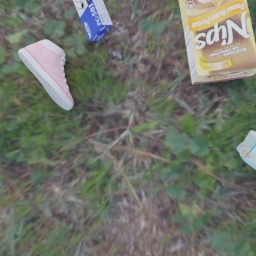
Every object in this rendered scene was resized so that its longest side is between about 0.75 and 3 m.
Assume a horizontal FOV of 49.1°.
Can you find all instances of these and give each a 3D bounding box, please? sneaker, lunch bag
[{"bbox_3d":[-1.860,-1.476,7.392,1.017,0.732,1.945,-41,97,-24],"label":"sneaker"},{"bbox_3d":[3.412,0.727,6.733,1.315,1.120,0.802,35,106,9],"label":"lunch bag"}]

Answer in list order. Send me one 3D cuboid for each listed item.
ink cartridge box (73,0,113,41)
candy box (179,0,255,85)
[{"bbox_3d":[-1.028,-3.291,7.573,0.369,0.784,1.667,-17,82,-38],"label":"ink cartridge box"},{"bbox_3d":[2.354,-2.649,7.476,1.598,0.766,2.768,-7,79,2],"label":"candy box"}]
